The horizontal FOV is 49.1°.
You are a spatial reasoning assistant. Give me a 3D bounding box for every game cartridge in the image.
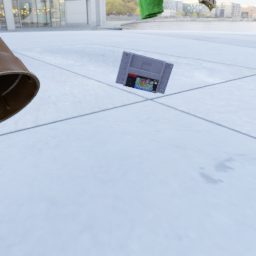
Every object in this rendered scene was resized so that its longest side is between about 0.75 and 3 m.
[{"bbox_3d":[0.404,-1.358,7.012,1.319,0.855,0.253,11,21,-10],"label":"game cartridge"}]

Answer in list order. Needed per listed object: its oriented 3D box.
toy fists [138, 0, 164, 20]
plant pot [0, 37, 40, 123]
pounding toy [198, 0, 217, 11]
[{"bbox_3d":[0.757,-4.235,9.068,0.771,1.142,2.241,-10,17,1],"label":"toy fists"},{"bbox_3d":[-2.680,-1.051,4.578,1.763,1.746,1.763,-33,-8,-5],"label":"plant pot"},{"bbox_3d":[2.748,-4.455,9.606,0.478,0.837,0.480,-55,16,-24],"label":"pounding toy"}]
